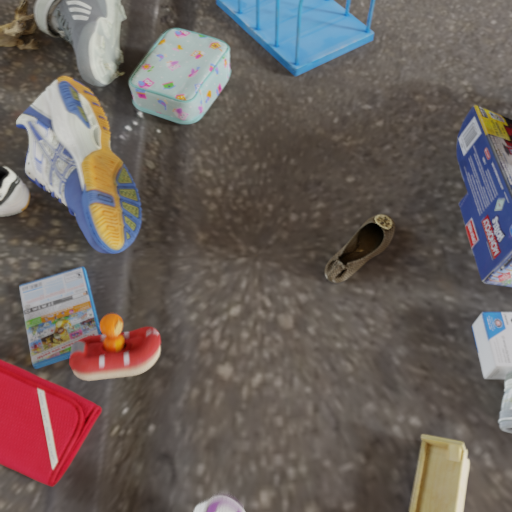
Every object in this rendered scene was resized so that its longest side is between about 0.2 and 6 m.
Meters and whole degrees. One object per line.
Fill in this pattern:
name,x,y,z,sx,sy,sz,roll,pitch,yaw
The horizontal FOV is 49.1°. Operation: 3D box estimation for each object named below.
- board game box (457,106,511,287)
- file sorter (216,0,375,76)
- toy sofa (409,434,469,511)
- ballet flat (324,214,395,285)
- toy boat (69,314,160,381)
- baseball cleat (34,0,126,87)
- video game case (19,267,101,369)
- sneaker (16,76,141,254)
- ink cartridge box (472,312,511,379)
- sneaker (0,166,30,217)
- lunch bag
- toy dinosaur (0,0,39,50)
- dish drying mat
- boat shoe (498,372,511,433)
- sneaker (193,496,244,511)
board game box,4.677,-0.567,8.330,3.206,0.989,3.208,18,42,-10
file sorter,0.779,-5.525,11.372,2.055,1.817,2.962,-30,62,-17
toy sofa,2.186,2.872,6.736,0.524,0.618,1.266,1,54,30
ballet flat,1.641,-0.161,8.730,0.537,0.370,1.594,40,65,23
toy boat,-1.892,1.142,7.495,1.197,0.783,0.781,-5,24,-12
baseball cleat,-3.539,-4.423,11.179,1.847,1.210,3.470,-7,47,3
video game case,-2.866,0.872,8.208,0.987,0.123,1.379,-17,58,-12
sneaker,-2.959,-1.295,9.184,1.437,1.227,3.261,-29,66,16
ink cartridge box,3.708,1.235,7.751,1.150,0.484,0.832,0,57,0
sneaker,-4.715,-0.953,8.971,1.934,0.848,0.732,-20,61,-11
lunch bag,-1.439,-3.443,10.647,1.548,0.744,1.931,18,58,14
toy dinosaur,-5.143,-4.526,11.555,1.156,0.665,2.286,8,48,24
dish drying mat,-3.645,1.914,7.434,3.015,0.274,1.158,20,60,12
boat shoe,4.377,2.183,6.917,2.567,0.946,0.823,17,65,16
sneaker,-0.146,3.449,6.305,0.615,0.818,1.643,-29,82,-41
